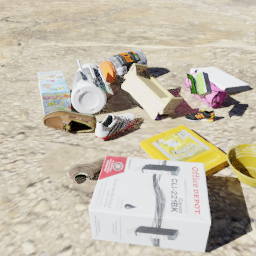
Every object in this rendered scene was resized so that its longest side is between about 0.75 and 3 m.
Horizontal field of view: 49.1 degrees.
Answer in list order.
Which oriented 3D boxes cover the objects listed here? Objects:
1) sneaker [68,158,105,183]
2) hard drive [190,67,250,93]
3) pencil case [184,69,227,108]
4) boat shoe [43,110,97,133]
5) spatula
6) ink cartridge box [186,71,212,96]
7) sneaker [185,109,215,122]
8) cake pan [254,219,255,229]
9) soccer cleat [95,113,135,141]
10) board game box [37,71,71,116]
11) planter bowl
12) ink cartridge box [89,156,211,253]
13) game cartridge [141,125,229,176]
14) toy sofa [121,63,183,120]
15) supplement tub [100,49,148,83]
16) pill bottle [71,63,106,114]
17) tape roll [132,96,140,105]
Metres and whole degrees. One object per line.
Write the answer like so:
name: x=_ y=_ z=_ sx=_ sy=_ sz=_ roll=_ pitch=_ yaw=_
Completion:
sneaker: x=-1.163 y=1.420 z=9.146 sx=1.510 sy=0.532 sz=0.570 roll=-13 pitch=54 yaw=-11
hard drive: x=4.820 y=-2.606 z=14.888 sx=1.766 sy=0.352 sz=2.677 roll=-9 pitch=35 yaw=-26
pencil case: x=3.732 y=-1.867 z=13.415 sx=1.101 sy=1.067 sz=2.350 roll=-11 pitch=38 yaw=-18
boat shoe: x=-2.355 y=-0.227 z=11.183 sx=2.178 sy=0.783 sz=0.740 roll=-1 pitch=33 yaw=-2
spatula: x=-1.494 y=-2.299 z=12.047 sx=1.549 sy=0.179 sz=2.228 roll=17 pitch=31 yaw=-31
ink cartridge box: x=2.757 y=-1.717 z=10.800 sx=0.444 sy=0.865 sz=1.171 roll=-15 pitch=-8 yaw=36
sneaker: x=3.061 y=-0.591 z=11.915 sx=1.243 sy=0.559 sz=0.435 roll=2 pitch=34 yaw=4
cake pan: x=3.937 y=2.654 z=7.486 sx=1.015 sy=0.186 sz=1.015 roll=0 pitch=34 yaw=0
soccer cleat: x=-0.452 y=-0.248 z=11.128 sx=2.065 sy=0.879 sz=0.708 roll=-30 pitch=44 yaw=-35
board game box: x=-3.389 y=-1.610 z=12.817 sx=1.213 sy=1.191 sz=2.313 roll=-8 pitch=35 yaw=-17
planter bowl: x=4.017 y=1.329 z=8.926 sx=1.815 sy=0.756 sz=1.815 roll=0 pitch=35 yaw=0
ink cartridge box: x=0.643 y=1.946 z=7.594 sx=2.921 sy=1.223 sz=2.108 roll=4 pitch=35 yaw=7
game cartridge: x=1.989 y=0.854 z=9.951 sx=2.138 sy=0.393 sz=2.425 roll=-20 pitch=38 yaw=-27
toy sofa: x=1.001 y=-1.609 z=12.499 sx=2.624 sy=1.281 sz=1.087 roll=47 pitch=30 yaw=24
supplement tub: x=-0.232 y=-3.302 z=15.108 sx=2.385 sy=1.461 sz=1.461 roll=-26 pitch=42 yaw=-33
pill bottle: x=-1.796 y=-1.918 z=13.004 sx=1.525 sy=1.525 sz=2.696 roll=-3 pitch=35 yaw=-5
tape roll: x=0.702 y=-1.640 z=13.332 sx=1.021 sy=0.701 sz=1.021 roll=0 pitch=34 yaw=0
